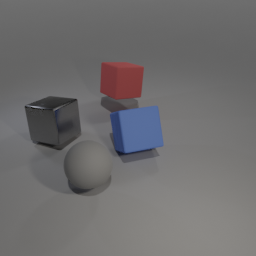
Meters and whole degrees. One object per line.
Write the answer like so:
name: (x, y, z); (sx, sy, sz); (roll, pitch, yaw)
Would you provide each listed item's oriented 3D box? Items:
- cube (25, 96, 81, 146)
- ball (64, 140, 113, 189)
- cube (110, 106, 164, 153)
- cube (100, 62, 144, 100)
cube: (-2.800, -0.319, 10.624); (1.400, 1.400, 1.400); (8, 25, 26)
ball: (-1.143, 1.054, 8.077); (1.400, 1.400, 1.400); (0, 30, 0)
cube: (0.270, 0.039, 9.858); (1.400, 1.400, 1.400); (-9, 2, -16)
cube: (-0.296, -2.162, 12.610); (1.400, 1.400, 1.400); (-9, 24, -34)
